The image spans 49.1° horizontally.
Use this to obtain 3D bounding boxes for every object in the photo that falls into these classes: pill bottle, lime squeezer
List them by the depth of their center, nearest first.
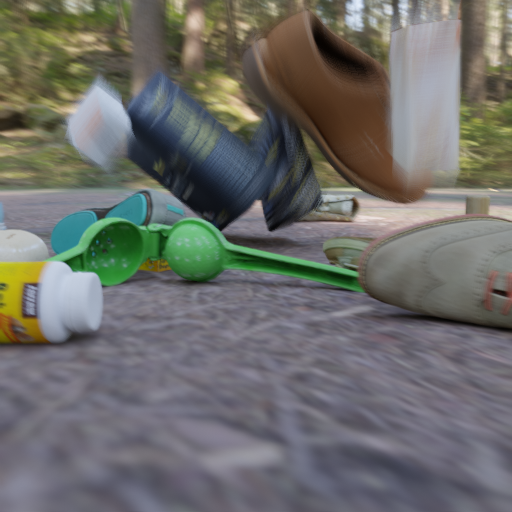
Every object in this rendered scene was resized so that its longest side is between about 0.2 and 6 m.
[{"bbox_3d":[-1.669,0.329,3.968,1.053,0.575,0.575,-1,8,0],"label":"pill bottle"},{"bbox_3d":[-0.942,0.014,5.673,4.025,0.759,1.421,-1,8,-15],"label":"lime squeezer"}]

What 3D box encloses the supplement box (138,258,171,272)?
[{"bbox_3d":[-1.354,-0.024,7.095,0.677,0.371,0.369,5,11,36],"label":"supplement box"}]

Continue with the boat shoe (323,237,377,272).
[{"bbox_3d":[1.329,0.116,5.870,0.690,0.595,1.892,3,1,-31],"label":"boat shoe"}]

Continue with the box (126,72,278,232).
[{"bbox_3d":[-1.057,-1.521,9.327,2.310,0.747,2.930,40,-13,-8],"label":"box"}]

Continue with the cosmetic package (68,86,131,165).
[{"bbox_3d":[-2.213,-1.853,7.833,0.481,0.685,1.351,36,9,-32],"label":"cosmetic package"}]

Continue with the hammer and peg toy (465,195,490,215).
[{"bbox_3d":[3.702,-0.140,6.028,1.954,0.937,2.657,-2,8,-24],"label":"hammer and peg toy"}]

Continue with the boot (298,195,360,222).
[{"bbox_3d":[1.532,-1.173,13.709,1.625,0.757,2.102,5,8,29],"label":"boot"}]

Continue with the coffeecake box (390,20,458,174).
[{"bbox_3d":[1.621,-1.549,5.471,0.477,1.304,1.001,-4,18,7],"label":"coffeecake box"}]

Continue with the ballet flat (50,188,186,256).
[{"bbox_3d":[-1.759,-0.290,7.119,2.257,0.761,0.719,-12,-15,41],"label":"ballet flat"}]

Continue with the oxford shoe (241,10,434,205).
[{"bbox_3d":[1.563,-1.964,8.012,3.692,1.317,1.316,32,-42,-30],"label":"oxford shoe"}]

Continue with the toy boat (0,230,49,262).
[{"bbox_3d":[-3.040,0.039,6.254,1.354,0.629,1.138,7,12,-5],"label":"toy boat"}]

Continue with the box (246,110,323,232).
[{"bbox_3d":[0.381,-1.362,9.354,0.500,1.640,2.035,-18,-4,-12],"label":"box"}]

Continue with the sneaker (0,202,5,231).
[{"bbox_3d":[-5.954,-0.807,10.116,2.553,1.046,0.944,-5,9,-32],"label":"sneaker"}]

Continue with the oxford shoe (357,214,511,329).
[{"bbox_3d":[1.999,0.174,4.205,2.428,0.855,0.908,0,14,9],"label":"oxford shoe"}]
